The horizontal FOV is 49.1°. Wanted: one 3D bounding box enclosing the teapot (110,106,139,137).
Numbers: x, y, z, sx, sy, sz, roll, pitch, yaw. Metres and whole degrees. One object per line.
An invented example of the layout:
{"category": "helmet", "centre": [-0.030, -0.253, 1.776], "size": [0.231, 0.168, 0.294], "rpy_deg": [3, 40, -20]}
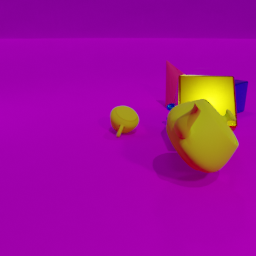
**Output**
{"category": "teapot", "centre": [-0.107, -0.188, 6.758], "size": [0.705, 0.555, 1.134], "rpy_deg": [22, 39, -4]}

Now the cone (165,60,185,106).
{"category": "cone", "centre": [1.493, -1.544, 8.833], "size": [1.291, 1.296, 1.291], "rpy_deg": [-27, 8, 4]}

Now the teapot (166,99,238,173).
{"category": "teapot", "centre": [1.190, 0.039, 4.343], "size": [1.939, 0.949, 1.206], "rpy_deg": [19, 40, -53]}

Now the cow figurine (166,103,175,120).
{"category": "cow figurine", "centre": [1.810, -0.413, 7.203], "size": [1.322, 0.737, 1.344], "rpy_deg": [9, 18, 36]}

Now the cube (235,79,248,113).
{"category": "cube", "centre": [2.897, -0.957, 8.400], "size": [0.926, 0.926, 0.926], "rpy_deg": [-16, 25, -38]}

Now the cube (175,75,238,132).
{"category": "cube", "centre": [1.543, -0.353, 5.804], "size": [1.086, 1.086, 1.086], "rpy_deg": [2, -20, 6]}
